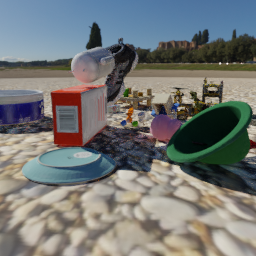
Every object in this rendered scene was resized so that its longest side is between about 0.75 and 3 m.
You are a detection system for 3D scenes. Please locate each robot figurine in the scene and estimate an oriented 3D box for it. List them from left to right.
[{"bbox_3d":[-1.096,-1.954,8.717,1.411,0.940,1.664,-11,18,37],"label":"robot figurine"}]

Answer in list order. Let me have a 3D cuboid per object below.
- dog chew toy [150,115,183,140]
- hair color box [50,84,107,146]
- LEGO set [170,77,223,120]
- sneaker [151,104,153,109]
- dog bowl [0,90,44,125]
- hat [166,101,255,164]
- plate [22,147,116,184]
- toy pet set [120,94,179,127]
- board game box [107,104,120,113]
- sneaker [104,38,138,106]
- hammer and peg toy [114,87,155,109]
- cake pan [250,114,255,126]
[{"bbox_3d":[1.235,0.034,7.955,1.161,0.723,0.723,12,16,21],"label":"dog chew toy"},{"bbox_3d":[-1.361,-0.530,8.606,0.884,1.465,2.885,2,12,9],"label":"hair color box"},{"bbox_3d":[2.712,-1.215,11.277,2.771,1.606,2.131,7,15,30],"label":"LEGO set"},{"bbox_3d":[1.398,-1.021,13.028,0.546,0.479,1.362,3,12,0],"label":"sneaker"},{"bbox_3d":[-4.709,-0.889,11.094,2.674,1.053,2.674,0,13,0],"label":"dog bowl"},{"bbox_3d":[2.302,0.666,6.219,2.256,1.986,1.869,-35,19,5],"label":"hat"},{"bbox_3d":[-1.230,0.697,5.940,1.942,0.248,1.942,-1,12,0],"label":"plate"},{"bbox_3d":[0.985,-0.345,9.923,1.833,0.974,1.712,5,48,33],"label":"toy pet set"},{"bbox_3d":[-0.885,-0.948,13.105,0.682,0.297,0.925,-10,17,-35],"label":"board game box"},{"bbox_3d":[-0.565,-2.031,9.986,0.896,2.375,1.351,21,-10,32],"label":"sneaker"},{"bbox_3d":[-0.075,-1.681,14.889,2.608,0.920,1.919,9,16,36],"label":"hammer and peg toy"},{"bbox_3d":[4.797,-0.286,10.276,1.313,0.241,1.313,0,13,0],"label":"cake pan"}]
